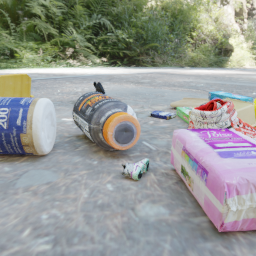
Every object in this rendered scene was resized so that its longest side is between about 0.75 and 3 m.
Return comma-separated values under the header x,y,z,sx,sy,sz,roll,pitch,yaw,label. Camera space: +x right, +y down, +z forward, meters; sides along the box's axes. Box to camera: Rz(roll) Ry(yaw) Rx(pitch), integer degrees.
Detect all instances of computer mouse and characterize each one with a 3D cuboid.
x,y,z,sx,sy,sz,roll,pitch,yaw,label
-2.098,-2.695,18.915,0.498,0.857,2.924,-24,20,-9,computer mouse

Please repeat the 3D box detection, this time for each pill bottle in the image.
x,y,z,sx,sy,sz,roll,pitch,yaw,label
-0.665,-0.214,8.661,1.495,1.495,2.814,-7,18,-24,pill bottle
-3.635,-0.068,7.912,2.889,1.603,1.603,1,16,1,pill bottle

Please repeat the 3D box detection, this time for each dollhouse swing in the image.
x,y,z,sx,sy,sz,roll,pitch,yaw,label
-5.857,-1.743,13.565,1.879,1.818,2.068,14,22,41,dollhouse swing

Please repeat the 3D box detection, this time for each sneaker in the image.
x,y,z,sx,sy,sz,roll,pitch,yaw,label
0.138,0.924,6.732,0.597,0.332,0.853,8,17,24,sneaker
3.036,-0.014,7.802,2.899,1.554,0.968,-3,16,-12,sneaker

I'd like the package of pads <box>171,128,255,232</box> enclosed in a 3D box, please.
x,y,z,sx,sy,sz,roll,pitch,yaw,label
2.066,0.842,5.619,1.735,1.089,2.879,1,15,-8,package of pads

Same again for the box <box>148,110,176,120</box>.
x,y,z,sx,sy,sz,roll,pitch,yaw,label
1.491,-0.586,12.421,1.111,0.180,0.673,14,21,38,box

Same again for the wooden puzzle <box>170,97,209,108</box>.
x,y,z,sx,sy,sz,roll,pitch,yaw,label
3.154,-1.195,14.238,1.513,0.378,1.633,7,20,34,wooden puzzle

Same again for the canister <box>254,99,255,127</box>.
x,y,z,sx,sy,sz,roll,pitch,yaw,label
6.152,-0.482,10.333,2.621,1.134,1.947,13,20,35,canister

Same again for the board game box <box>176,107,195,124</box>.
x,y,z,sx,sy,sz,roll,pitch,yaw,label
3.213,-0.469,11.634,1.758,0.380,2.612,-2,16,-5,board game box

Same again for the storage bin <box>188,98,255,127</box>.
x,y,z,sx,sy,sz,roll,pitch,yaw,label
3.271,-0.380,9.888,1.688,0.791,1.675,-19,19,-15,storage bin

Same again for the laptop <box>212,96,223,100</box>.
x,y,z,sx,sy,sz,roll,pitch,yaw,label
3.806,-1.123,13.467,1.144,0.663,1.071,-1,15,-5,laptop

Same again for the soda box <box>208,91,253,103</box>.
x,y,z,sx,sy,sz,roll,pitch,yaw,label
5.008,-1.301,13.936,0.795,0.752,2.344,-6,17,-20,soda box
